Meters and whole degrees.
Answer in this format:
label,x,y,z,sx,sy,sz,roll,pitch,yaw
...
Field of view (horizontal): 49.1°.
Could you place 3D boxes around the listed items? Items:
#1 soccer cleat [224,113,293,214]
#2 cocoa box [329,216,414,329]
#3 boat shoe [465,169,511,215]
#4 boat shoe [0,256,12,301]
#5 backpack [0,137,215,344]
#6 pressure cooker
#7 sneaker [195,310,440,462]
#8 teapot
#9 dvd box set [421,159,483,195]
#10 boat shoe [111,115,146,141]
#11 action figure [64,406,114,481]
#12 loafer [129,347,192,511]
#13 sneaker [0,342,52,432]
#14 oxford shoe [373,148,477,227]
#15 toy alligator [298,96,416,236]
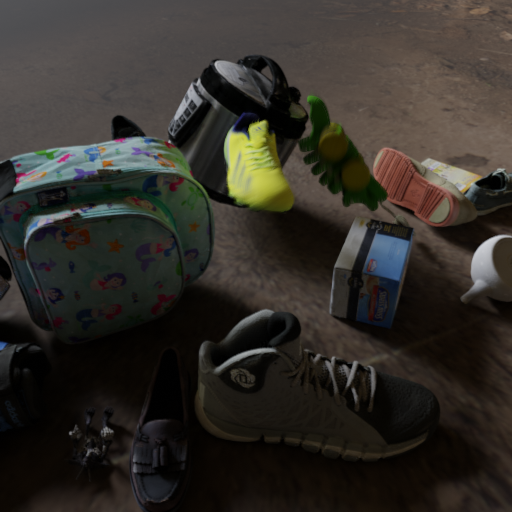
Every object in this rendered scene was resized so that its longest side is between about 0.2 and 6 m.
label,x,y,z,sx,sy,sz,roll,pitch,yaw
soccer cleat,0.005,-1.530,8.865,0.859,1.111,2.656,7,28,-18
cocoa box,2.021,0.250,9.697,1.076,1.094,1.640,13,39,16
boat shoe,5.444,-1.544,12.428,2.173,0.671,0.791,-23,43,-27
boat shoe,-4.990,1.146,8.783,1.063,1.320,2.847,47,71,-7
backpack,-2.265,-0.332,9.000,3.243,2.879,2.441,-18,43,-21
pressure cooker,-0.296,-2.732,11.589,2.456,2.793,2.495,40,28,12
sneaker,0.814,1.587,7.236,3.358,1.939,1.260,1,37,2
teapot,4.282,0.283,9.883,1.247,0.911,1.231,11,65,-14
dvd box set,4.437,-1.834,13.201,1.418,0.208,1.037,28,45,32
boat shoe,-3.176,-2.887,14.006,0.883,0.783,2.363,-21,40,-5
action figure,-2.169,2.417,7.362,0.580,0.498,0.976,7,35,-9
loafer,-1.252,2.208,7.425,0.826,0.724,2.298,-1,37,-2
sneaker,-3.624,2.118,7.268,1.527,1.053,2.745,-5,30,7
oxford shoe,3.616,-1.467,12.304,1.050,1.006,2.844,3,36,-31
toy alligator,1.786,-1.460,10.875,0.944,3.480,1.032,-34,17,17
